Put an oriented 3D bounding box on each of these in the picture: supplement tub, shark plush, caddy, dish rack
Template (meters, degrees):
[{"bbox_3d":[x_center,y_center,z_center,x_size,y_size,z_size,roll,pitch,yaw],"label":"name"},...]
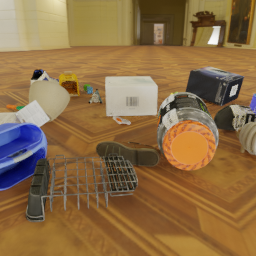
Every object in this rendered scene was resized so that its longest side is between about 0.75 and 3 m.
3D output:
[{"bbox_3d":[1.834,0.027,8.962,1.809,1.809,2.953,3,20,7],"label":"supplement tub"},{"bbox_3d":[-1.638,-1.813,15.291,0.720,0.660,1.584,4,22,10],"label":"shark plush"},{"bbox_3d":[-3.200,0.704,7.619,1.159,1.561,2.208,7,23,30],"label":"caddy"},{"bbox_3d":[-1.136,1.360,7.152,2.669,0.728,2.047,-2,23,-10],"label":"dish rack"}]

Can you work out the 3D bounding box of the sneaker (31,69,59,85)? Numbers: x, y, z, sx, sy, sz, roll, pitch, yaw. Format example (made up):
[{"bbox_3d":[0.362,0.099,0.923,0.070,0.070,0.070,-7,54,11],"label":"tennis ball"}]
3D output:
[{"bbox_3d":[-5.037,-2.970,17.234,0.988,1.413,2.446,13,25,28],"label":"sneaker"}]

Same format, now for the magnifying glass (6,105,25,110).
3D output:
[{"bbox_3d":[-5.390,-0.997,13.934,1.504,0.168,0.599,10,23,19],"label":"magnifying glass"}]

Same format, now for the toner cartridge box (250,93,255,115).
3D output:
[{"bbox_3d":[5.523,-0.176,9.659,1.382,0.628,2.910,-6,42,-2],"label":"toner cartridge box"}]

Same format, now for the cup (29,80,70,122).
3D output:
[{"bbox_3d":[-3.537,-1.013,12.100,1.765,1.765,1.262,5,60,12],"label":"cup"}]

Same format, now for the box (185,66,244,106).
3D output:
[{"bbox_3d":[4.750,-2.391,15.382,2.227,1.383,2.245,26,32,34],"label":"box"}]

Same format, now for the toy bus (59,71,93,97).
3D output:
[{"bbox_3d":[-3.521,-2.696,16.622,2.441,1.261,2.304,15,29,27],"label":"toy bus"}]

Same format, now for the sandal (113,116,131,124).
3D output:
[{"bbox_3d":[-0.293,-0.260,11.955,0.799,0.229,0.306,20,38,-5],"label":"sandal"}]

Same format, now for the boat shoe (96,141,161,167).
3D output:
[{"bbox_3d":[0.024,0.783,8.709,2.002,0.720,0.681,11,15,12],"label":"boat shoe"}]

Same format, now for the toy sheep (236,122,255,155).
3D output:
[{"bbox_3d":[4.221,0.392,8.978,1.173,1.173,1.701,-14,25,-32],"label":"toy sheep"}]

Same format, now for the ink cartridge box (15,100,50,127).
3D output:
[{"bbox_3d":[-3.184,-0.376,9.350,0.826,0.811,0.179,-36,3,-7],"label":"ink cartridge box"}]

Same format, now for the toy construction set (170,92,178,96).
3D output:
[{"bbox_3d":[2.899,-1.562,14.650,1.435,0.661,0.941,11,-1,8],"label":"toy construction set"}]

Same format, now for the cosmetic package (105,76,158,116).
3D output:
[{"bbox_3d":[0.087,-1.644,13.775,2.369,1.461,2.377,-1,20,-5],"label":"cosmetic package"}]

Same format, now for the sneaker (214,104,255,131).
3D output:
[{"bbox_3d":[4.758,-0.315,10.907,2.800,1.037,1.239,-5,21,-14],"label":"sneaker"}]

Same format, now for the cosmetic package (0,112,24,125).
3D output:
[{"bbox_3d":[-5.062,0.185,9.473,2.691,1.141,1.448,-2,23,-3],"label":"cosmetic package"}]
